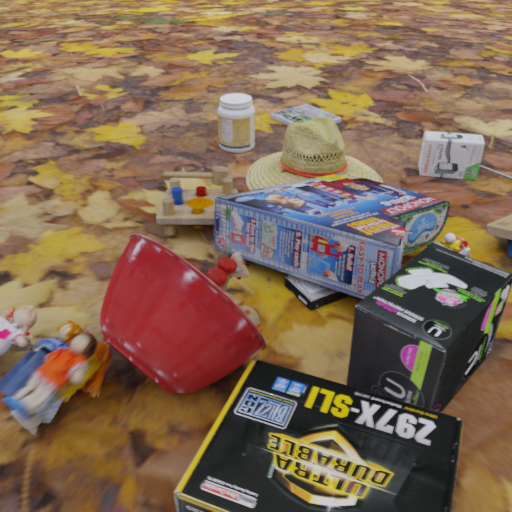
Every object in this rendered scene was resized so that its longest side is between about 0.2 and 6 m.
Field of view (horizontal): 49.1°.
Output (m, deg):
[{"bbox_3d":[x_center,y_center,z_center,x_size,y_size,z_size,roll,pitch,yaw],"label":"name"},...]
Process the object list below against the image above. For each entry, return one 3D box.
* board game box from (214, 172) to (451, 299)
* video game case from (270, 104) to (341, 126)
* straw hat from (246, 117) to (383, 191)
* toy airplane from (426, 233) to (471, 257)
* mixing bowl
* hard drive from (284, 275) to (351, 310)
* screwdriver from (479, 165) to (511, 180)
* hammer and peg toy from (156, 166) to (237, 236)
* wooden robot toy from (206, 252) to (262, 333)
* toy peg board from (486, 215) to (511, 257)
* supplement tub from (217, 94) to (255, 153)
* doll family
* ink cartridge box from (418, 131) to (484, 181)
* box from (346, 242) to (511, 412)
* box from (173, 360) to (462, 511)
[{"bbox_3d":[1.538,-0.383,9.261,3.245,1.001,3.243,-16,29,-35],"label":"board game box"},{"bbox_3d":[1.374,-3.831,15.563,1.353,0.163,1.484,-23,41,-30],"label":"video game case"},{"bbox_3d":[1.233,-2.270,12.115,3.236,1.369,3.236,0,33,0],"label":"straw hat"},{"bbox_3d":[3.228,-0.120,9.565,0.815,0.575,0.811,7,34,12],"label":"toy airplane"},{"bbox_3d":[-1.097,0.912,6.994,2.226,2.226,1.206,27,70,35],"label":"mixing bowl"},{"bbox_3d":[1.111,0.444,9.026,1.099,0.208,0.768,-15,36,-26],"label":"hard drive"},{"bbox_3d":[5.712,-1.640,12.071,0.307,0.320,2.201,-20,42,-30],"label":"screwdriver"},{"bbox_3d":[-1.118,-1.081,10.888,1.508,0.723,2.050,0,28,-1],"label":"hammer and peg toy"},{"bbox_3d":[-0.364,0.764,7.571,1.025,0.995,2.258,32,37,5],"label":"wooden robot toy"},{"bbox_3d":[5.336,-0.166,9.566,1.916,0.937,1.908,-18,22,-27],"label":"toy peg board"},{"bbox_3d":[-0.481,-3.236,13.669,0.900,1.244,0.900,0,33,0],"label":"supplement tub"},{"bbox_3d":[-2.660,1.394,7.113,2.230,1.005,1.384,14,47,39],"label":"doll family"},{"bbox_3d":[4.306,-2.220,12.446,1.250,0.912,0.525,6,36,11],"label":"ink cartridge box"},{"bbox_3d":[2.202,0.968,7.149,1.185,1.416,1.907,27,42,35],"label":"box"},{"bbox_3d":[0.744,2.263,5.930,2.541,0.627,2.029,13,34,19],"label":"box"}]
